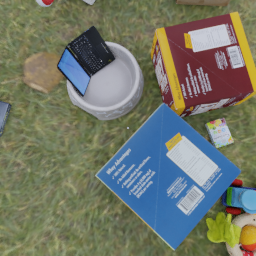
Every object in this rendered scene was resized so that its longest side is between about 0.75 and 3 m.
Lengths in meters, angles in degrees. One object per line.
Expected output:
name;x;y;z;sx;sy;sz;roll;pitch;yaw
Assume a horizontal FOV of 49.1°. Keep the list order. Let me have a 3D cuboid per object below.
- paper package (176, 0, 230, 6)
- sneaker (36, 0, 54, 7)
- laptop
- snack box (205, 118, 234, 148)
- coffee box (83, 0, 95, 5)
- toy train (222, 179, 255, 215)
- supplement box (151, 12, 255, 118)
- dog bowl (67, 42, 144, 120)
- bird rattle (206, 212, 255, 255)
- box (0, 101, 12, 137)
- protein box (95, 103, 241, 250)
paper package;2.734;-5.450;10.053;1.911;0.989;1.821;2;81;1
sneaker;-1.394;-4.166;6.731;1.440;0.912;2.561;15;92;17
laptop;-1.289;-2.125;9.055;1.644;1.457;0.849;-34;45;5
snack box;3.105;0.172;9.538;0.645;0.240;0.906;-19;81;-3
coffee box;-1.781;-6.571;9.295;2.826;2.799;2.830;31;81;5
toy train;4.417;2.263;8.543;2.671;1.545;1.130;7;82;1
supplement box;2.348;-1.888;9.093;2.628;1.745;2.592;-13;81;-2
dog bowl;-0.808;-1.668;9.555;2.733;0.802;2.733;0;80;0
bird rattle;3.580;3.593;8.583;1.889;1.305;2.317;-26;85;-20
box;-4.652;-0.379;9.592;0.940;0.304;1.192;15;82;1
protein box;1.091;1.364;8.478;2.874;1.939;2.853;42;83;6
